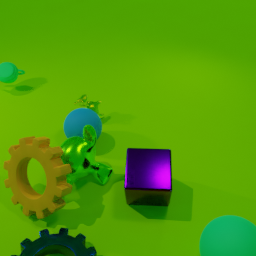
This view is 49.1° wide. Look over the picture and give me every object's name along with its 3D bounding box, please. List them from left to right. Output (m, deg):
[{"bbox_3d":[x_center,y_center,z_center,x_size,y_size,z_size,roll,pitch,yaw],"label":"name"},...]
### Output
[{"bbox_3d":[-4.350,-1.933,10.064,1.255,0.614,0.780,-10,75,-6],"label":"teapot"},{"bbox_3d":[-1.982,1.050,6.053,1.724,1.724,0.319,22,15,25],"label":"gear"},{"bbox_3d":[-1.342,2.557,5.074,1.581,0.292,1.581,7,31,-4],"label":"gear"},{"bbox_3d":[-1.077,0.871,6.672,1.350,1.876,1.130,31,2,10],"label":"monkey head"},{"bbox_3d":[-1.257,-0.028,7.832,1.059,1.059,1.059,0,39,0],"label":"ball"},{"bbox_3d":[-1.208,-0.607,8.675,0.880,0.895,0.491,-18,9,-41],"label":"cow figurine"},{"bbox_3d":[0.456,1.118,6.320,0.987,0.987,0.987,1,56,4],"label":"cube"},{"bbox_3d":[1.887,2.184,5.030,1.176,1.176,1.176,0,39,0],"label":"ball"}]
